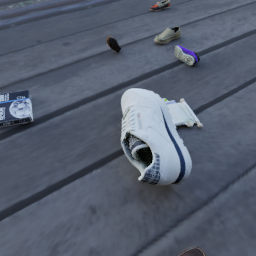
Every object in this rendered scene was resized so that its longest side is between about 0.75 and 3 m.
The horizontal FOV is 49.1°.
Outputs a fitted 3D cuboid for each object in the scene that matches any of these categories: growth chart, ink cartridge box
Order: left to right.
[{"bbox_3d":[-3.491,-0.547,8.137,1.322,0.287,1.309,-13,46,-11],"label":"ink cartridge box"},{"bbox_3d":[0.926,-0.400,8.055,2.044,0.181,1.479,-8,44,-8],"label":"growth chart"}]

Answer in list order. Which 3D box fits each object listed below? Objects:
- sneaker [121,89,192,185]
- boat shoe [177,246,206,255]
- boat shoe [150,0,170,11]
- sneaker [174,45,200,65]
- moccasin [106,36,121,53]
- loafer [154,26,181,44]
[{"bbox_3d":[0.344,0.025,6.630,1.198,1.137,2.977,2,42,-29],"label":"sneaker"},{"bbox_3d":[0.780,2.567,4.704,1.632,0.574,0.574,-32,48,-31],"label":"boat shoe"},{"bbox_3d":[1.583,-6.049,13.783,1.145,0.358,0.407,-20,49,-18],"label":"boat shoe"},{"bbox_3d":[2.205,-2.692,10.320,0.566,0.396,1.138,-19,51,-26],"label":"sneaker"},{"bbox_3d":[-0.569,-3.136,10.352,0.399,0.378,1.035,40,12,16],"label":"moccasin"},{"bbox_3d":[1.615,-3.800,11.373,1.343,0.459,0.508,-29,51,-27],"label":"loafer"}]
